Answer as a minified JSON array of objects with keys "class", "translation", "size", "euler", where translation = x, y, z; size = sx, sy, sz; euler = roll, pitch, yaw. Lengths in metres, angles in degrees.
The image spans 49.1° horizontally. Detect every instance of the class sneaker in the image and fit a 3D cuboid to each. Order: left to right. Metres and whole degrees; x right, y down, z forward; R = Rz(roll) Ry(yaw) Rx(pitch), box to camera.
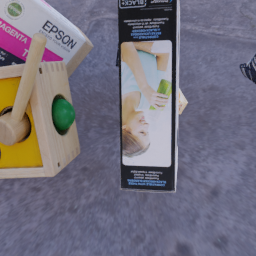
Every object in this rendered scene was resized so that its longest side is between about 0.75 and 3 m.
[{"class":"sneaker","translation":[3.469,-1.863,7.373],"size":[0.599,1.708,0.927],"euler":[-23,42,-9]}]

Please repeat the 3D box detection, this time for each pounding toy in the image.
[{"class":"pounding toy","translation":[-1.792,-0.264,4.530],"size":[2.234,2.057,1.588],"euler":[-4,14,14]}]

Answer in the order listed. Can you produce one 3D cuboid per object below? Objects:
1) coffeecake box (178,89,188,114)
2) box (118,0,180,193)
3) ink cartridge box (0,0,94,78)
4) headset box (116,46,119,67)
[{"class":"coffeecake box","translation":[0.771,-0.862,7.434],"size":[1.280,0.468,0.983],"euler":[-1,49,-24]},{"class":"box","translation":[0.434,-0.586,4.898],"size":[0.898,2.986,1.742],"euler":[1,7,11]},{"class":"ink cartridge box","translation":[-2.642,-1.875,6.349],"size":[2.441,2.963,1.113],"euler":[-47,54,12]},{"class":"headset box","translation":[0.455,-2.471,7.787],"size":[0.785,1.692,1.473],"euler":[15,15,31]}]
